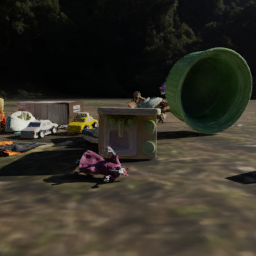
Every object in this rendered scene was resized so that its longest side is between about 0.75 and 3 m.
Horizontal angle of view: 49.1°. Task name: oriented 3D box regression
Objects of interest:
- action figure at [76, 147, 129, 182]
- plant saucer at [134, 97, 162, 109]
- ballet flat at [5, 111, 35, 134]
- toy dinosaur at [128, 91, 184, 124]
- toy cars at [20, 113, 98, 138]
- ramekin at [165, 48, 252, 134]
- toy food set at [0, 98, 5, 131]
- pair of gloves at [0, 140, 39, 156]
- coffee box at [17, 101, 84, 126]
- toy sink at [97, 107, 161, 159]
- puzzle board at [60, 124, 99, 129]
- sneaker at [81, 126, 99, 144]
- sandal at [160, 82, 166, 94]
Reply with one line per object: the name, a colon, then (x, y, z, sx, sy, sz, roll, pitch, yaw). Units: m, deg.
action figure: (-0.379, 0.679, 4.534, 0.864, 0.579, 0.644, 14, -32, 14)
plant saucer: (0.585, -0.790, 10.800, 1.563, 0.392, 1.563, -36, 6, 4)
ballet flat: (-3.784, -0.266, 10.099, 0.737, 0.737, 2.124, 0, 7, 1)
toy dinosaur: (1.108, -0.873, 12.997, 2.981, 1.280, 2.021, 5, 1, 0)
toy cars: (-2.136, -0.141, 9.084, 2.679, 0.593, 1.201, -7, 12, -28)
ramekin: (2.529, -1.253, 9.192, 2.670, 2.670, 1.304, -3, 16, -19)
toy food set: (-4.506, -0.455, 9.872, 0.275, 1.128, 1.117, -7, -4, -26)
pair of gloves: (-2.924, 0.445, 6.727, 1.345, 0.166, 1.198, 3, 8, 18)
coffee box: (-3.289, -0.667, 12.054, 2.418, 0.965, 1.367, 2, 8, 15)
toy sink: (-0.023, 0.093, 6.057, 1.208, 1.039, 1.854, 1, 3, -4)
puzzle board: (-1.664, -0.035, 10.546, 1.466, 0.128, 1.105, 5, 10, 37)
sneaker: (-0.373, 0.017, 7.516, 1.838, 0.793, 0.713, 2, 8, 15)
sandal: (1.393, -1.604, 11.006, 0.403, 0.243, 0.990, -39, 18, 20)
